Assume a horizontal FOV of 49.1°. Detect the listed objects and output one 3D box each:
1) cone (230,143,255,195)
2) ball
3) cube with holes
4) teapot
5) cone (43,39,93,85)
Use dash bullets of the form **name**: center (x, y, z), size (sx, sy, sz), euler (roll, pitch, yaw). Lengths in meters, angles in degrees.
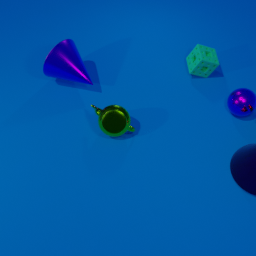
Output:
- **cone**: center (3.500, 0.725, 7.082), size (1.577, 1.583, 1.577), euler (-6, 58, 9)
- **ball**: center (3.482, -0.789, 8.547), size (0.865, 0.865, 0.865), euler (0, 59, 0)
- **cube with holes**: center (2.489, -2.234, 9.380), size (0.704, 0.704, 0.704), euler (9, 58, -21)
- **teapot**: center (-0.443, -0.271, 8.268), size (1.535, 0.752, 0.954), euler (29, 102, -8)
- **cone**: center (-1.666, -1.816, 8.982), size (1.451, 1.446, 1.446), euler (39, 66, 7)
